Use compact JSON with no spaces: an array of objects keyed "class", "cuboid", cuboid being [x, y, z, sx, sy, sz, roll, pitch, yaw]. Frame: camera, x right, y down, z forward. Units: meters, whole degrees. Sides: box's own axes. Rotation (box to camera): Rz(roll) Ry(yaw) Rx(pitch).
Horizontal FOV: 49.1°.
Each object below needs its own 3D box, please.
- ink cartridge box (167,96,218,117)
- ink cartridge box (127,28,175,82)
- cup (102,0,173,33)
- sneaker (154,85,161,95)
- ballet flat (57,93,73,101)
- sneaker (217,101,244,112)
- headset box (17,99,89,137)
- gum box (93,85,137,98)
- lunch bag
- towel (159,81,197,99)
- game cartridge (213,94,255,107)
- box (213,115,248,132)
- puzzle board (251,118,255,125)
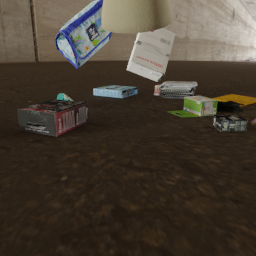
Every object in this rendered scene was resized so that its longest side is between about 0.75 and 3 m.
[{"class":"ink cartridge box","cuboid":[2.475,-0.838,10.854,1.558,0.590,1.152,-6,18,-22]},{"class":"ink cartridge box","cuboid":[0.840,-2.788,10.267,1.309,1.797,0.762,19,-19,-8]},{"class":"cup","cuboid":[0.174,-3.115,6.592,1.766,1.263,1.766,-4,35,3]},{"class":"sneaker","cuboid":[1.588,-2.047,15.050,0.361,0.501,0.958,4,18,6]},{"class":"ballet flat","cuboid":[-2.601,-1.068,11.974,0.597,0.597,1.663,-8,21,-26]},{"class":"sneaker","cuboid":[4.074,-0.898,11.438,1.367,0.411,0.713,9,18,11]},{"class":"headset box","cuboid":[-2.408,-0.366,9.000,1.472,0.743,1.980,7,18,23]},{"class":"gum box","cuboid":[-0.659,-1.957,14.900,1.805,0.402,1.534,10,19,29]},{"class":"lunch bag","cuboid":[-1.738,-3.850,11.283,2.151,1.612,2.529,-46,-1,-13]},{"class":"towel","cuboid":[2.597,-1.971,14.404,1.789,0.766,1.481,4,16,18]},{"class":"game cartridge","cuboid":[4.934,-1.264,12.937,1.562,0.253,1.377,-15,22,-34]},{"class":"box","cuboid":[3.258,-0.159,8.980,0.849,0.366,0.695,-1,17,-3]},{"class":"puzzle board","cuboid":[5.642,-0.212,9.453,2.410,0.210,1.816,12,21,34]}]
